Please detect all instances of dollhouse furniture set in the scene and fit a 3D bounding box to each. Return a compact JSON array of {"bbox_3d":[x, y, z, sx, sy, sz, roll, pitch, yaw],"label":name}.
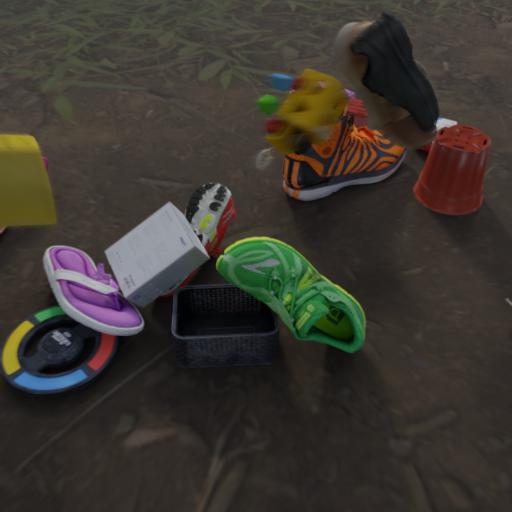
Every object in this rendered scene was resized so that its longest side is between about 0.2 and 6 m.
[{"bbox_3d":[1.925,-3.483,14.414,1.936,1.042,0.787,14,44,14],"label":"dollhouse furniture set"}]

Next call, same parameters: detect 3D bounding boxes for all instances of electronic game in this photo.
[{"bbox_3d":[-3.251,1.516,9.304,1.913,0.398,1.913,0,41,0],"label":"electronic game"}]

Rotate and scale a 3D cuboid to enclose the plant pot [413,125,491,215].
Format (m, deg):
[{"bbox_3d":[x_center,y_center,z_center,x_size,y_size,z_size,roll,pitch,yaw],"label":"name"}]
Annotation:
[{"bbox_3d":[4.386,-1.963,12.368,1.542,1.500,1.542,0,42,0],"label":"plant pot"}]

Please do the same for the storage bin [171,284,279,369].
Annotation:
[{"bbox_3d":[-0.507,1.161,9.411,1.720,0.806,1.163,-2,42,-3],"label":"storage bin"}]

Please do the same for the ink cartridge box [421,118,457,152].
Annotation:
[{"bbox_3d":[4.535,-3.062,14.374,0.787,0.455,1.354,23,47,24],"label":"ink cartridge box"}]

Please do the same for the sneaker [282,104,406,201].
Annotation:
[{"bbox_3d":[2.200,-2.680,12.782,3.575,2.003,1.387,-27,48,-27],"label":"sneaker"}]

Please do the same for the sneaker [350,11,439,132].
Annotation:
[{"bbox_3d":[2.261,-2.860,9.157,0.949,2.090,0.794,-30,24,15],"label":"sneaker"}]

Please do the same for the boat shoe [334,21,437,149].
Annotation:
[{"bbox_3d":[2.598,-3.059,10.337,1.047,2.916,1.104,9,65,54],"label":"boat shoe"}]

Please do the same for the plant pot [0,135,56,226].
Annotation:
[{"bbox_3d":[-4.259,-1.349,9.587,1.432,1.263,1.432,-3,25,-26],"label":"plant pot"}]

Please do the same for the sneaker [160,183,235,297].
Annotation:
[{"bbox_3d":[-1.096,-0.185,10.812,0.980,1.081,2.546,20,67,31],"label":"sneaker"}]

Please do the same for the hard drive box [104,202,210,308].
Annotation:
[{"bbox_3d":[-1.781,-0.016,9.976,1.520,0.584,1.184,-36,57,6],"label":"hard drive box"}]

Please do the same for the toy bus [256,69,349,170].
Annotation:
[{"bbox_3d":[0.895,-2.341,9.841,0.897,1.735,1.637,32,46,32],"label":"toy bus"}]

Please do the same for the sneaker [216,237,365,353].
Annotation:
[{"bbox_3d":[0.679,0.623,8.937,2.788,1.033,1.165,29,17,-13],"label":"sneaker"}]

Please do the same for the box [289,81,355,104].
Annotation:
[{"bbox_3d":[1.799,-4.239,15.532,1.211,0.666,1.377,-33,52,-31],"label":"box"}]

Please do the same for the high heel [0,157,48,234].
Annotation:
[{"bbox_3d":[-5.143,-1.282,12.028,1.169,0.821,2.437,16,48,32],"label":"high heel"}]

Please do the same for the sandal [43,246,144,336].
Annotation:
[{"bbox_3d":[-2.997,0.434,9.919,1.197,0.723,2.941,-4,30,-45],"label":"sandal"}]

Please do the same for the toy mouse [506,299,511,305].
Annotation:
[{"bbox_3d":[5.058,1.276,9.583,1.191,0.259,1.340,-7,49,9],"label":"toy mouse"}]
